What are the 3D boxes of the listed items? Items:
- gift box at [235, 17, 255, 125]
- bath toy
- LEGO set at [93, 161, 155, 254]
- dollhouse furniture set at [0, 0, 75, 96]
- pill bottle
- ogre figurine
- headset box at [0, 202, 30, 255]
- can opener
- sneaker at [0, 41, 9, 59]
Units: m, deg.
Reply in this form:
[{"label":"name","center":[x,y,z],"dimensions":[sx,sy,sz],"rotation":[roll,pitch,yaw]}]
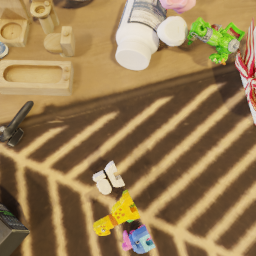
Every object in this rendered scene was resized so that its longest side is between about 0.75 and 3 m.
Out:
[{"label":"gift box","center":[4.245,-1.601,7.352],"dimensions":[2.356,2.523,2.328],"rotation":[-9,64,7]},{"label":"bath toy","center":[1.359,-3.652,7.616],"dimensions":[1.217,1.035,2.799],"rotation":[3,102,-7]},{"label":"LEGO set","center":[-0.211,2.050,6.139],"dimensions":[0.970,0.901,2.363],"rotation":[-26,108,-5]},{"label":"dollhouse furniture set","center":[-3.001,-2.738,7.942],"dimensions":[2.701,2.314,2.840],"rotation":[1,69,1]},{"label":"pill bottle","center":[0.372,-2.974,8.559],"dimensions":[1.341,1.341,2.243],"rotation":[13,70,5]},{"label":"ogre figurine","center":[2.434,-2.521,7.869],"dimensions":[1.340,2.236,1.097],"rotation":[29,91,8]},{"label":"headset box","center":[-4.091,2.529,6.448],"dimensions":[2.770,1.285,2.412],"rotation":[37,73,13]},{"label":"can opener","center":[-3.173,-0.185,8.030],"dimensions":[0.459,0.570,1.450],"rotation":[0,58,42]},{"label":"sneaker","center":[-4.419,-2.259,8.721],"dimensions":[1.360,0.524,0.515],"rotation":[-43,76,-11]}]
